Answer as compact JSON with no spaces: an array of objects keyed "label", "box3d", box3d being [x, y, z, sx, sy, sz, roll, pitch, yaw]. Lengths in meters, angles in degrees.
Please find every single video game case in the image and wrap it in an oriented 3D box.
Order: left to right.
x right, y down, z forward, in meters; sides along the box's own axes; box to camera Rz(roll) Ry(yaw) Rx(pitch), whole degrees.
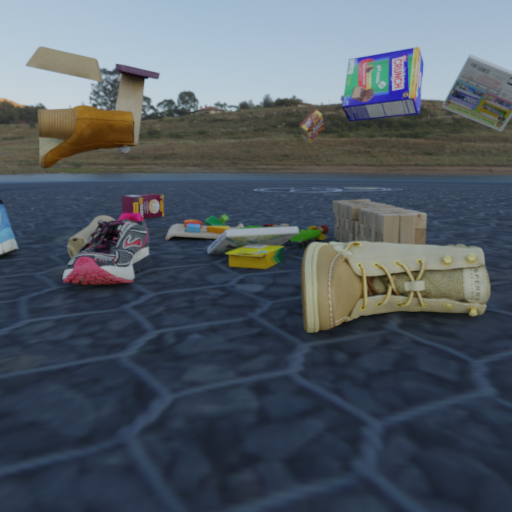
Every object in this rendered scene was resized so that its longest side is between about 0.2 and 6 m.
[{"label":"video game case","box3d":[-0.085,-0.274,10.381,1.381,0.152,1.259,-3,-13,-21]},{"label":"video game case","box3d":[4.600,-3.241,11.217,1.320,1.201,0.146,25,49,6]}]

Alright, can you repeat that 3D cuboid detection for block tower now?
[{"label":"block tower","box3d":[2.385,-0.564,11.279,0.874,0.936,3.237,-1,12,-7]}]

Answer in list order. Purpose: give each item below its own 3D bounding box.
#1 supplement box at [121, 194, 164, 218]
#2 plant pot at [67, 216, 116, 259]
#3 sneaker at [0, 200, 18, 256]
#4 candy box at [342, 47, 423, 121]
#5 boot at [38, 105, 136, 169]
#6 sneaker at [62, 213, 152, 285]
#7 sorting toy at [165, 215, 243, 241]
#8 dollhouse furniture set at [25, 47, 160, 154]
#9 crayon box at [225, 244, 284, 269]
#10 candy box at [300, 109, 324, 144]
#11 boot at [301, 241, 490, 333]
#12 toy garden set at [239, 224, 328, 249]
[{"label":"supplement box","box3d":[-3.486,-1.524,17.272,0.541,0.697,1.263,7,12,36]},{"label":"plant pot","box3d":[-2.824,-0.202,9.752,0.831,0.831,0.761,5,22,27]},{"label":"sneaker","box3d":[-5.891,-0.658,10.488,2.926,1.316,1.147,1,10,6]},{"label":"candy box","box3d":[2.060,-2.766,9.087,1.175,0.994,0.453,0,-22,26]},{"label":"boot","box3d":[-2.915,-1.976,9.684,1.584,0.779,2.213,-1,-7,-21]},{"label":"sneaker","box3d":[-2.263,-0.107,8.560,0.979,0.906,2.427,0,10,2]},{"label":"sorting toy","box3d":[-1.223,-0.714,13.601,1.825,0.363,2.468,-1,10,-6]},{"label":"dollhouse furniture set","box3d":[-3.029,-2.757,10.010,2.126,1.509,1.684,5,16,-25]},{"label":"crayon box","box3d":[-0.019,0.018,9.653,0.694,0.278,1.093,4,10,23]},{"label":"candy box","box3d":[1.359,-3.143,13.613,0.263,0.543,0.931,42,2,14]},{"label":"boot","box3d":[1.583,0.319,6.262,1.934,0.906,2.488,3,7,18]},{"label":"toy garden set","box3d":[0.590,-0.433,12.167,1.766,0.352,1.472,6,13,34]}]
